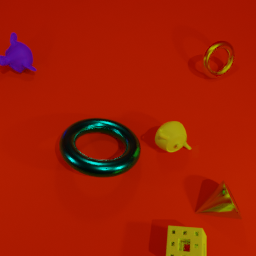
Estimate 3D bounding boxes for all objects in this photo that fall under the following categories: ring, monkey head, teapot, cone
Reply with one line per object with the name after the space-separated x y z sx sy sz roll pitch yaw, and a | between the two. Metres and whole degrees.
2.778 -2.090 8.598 1.163 1.163 0.233 -22 34 -11 | ring
-3.437 -2.196 8.574 0.821 0.980 1.363 -30 90 23 | monkey head
1.196 0.285 7.346 0.851 1.369 0.670 -51 47 17 | teapot
-0.695 0.435 7.170 2.087 0.417 2.087 7 37 -6 | ring
2.071 1.898 6.779 0.978 0.974 0.974 -27 62 16 | cone

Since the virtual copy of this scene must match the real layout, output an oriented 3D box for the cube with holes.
1.280 2.604 6.067 0.728 0.728 0.728 -3 57 21 | cube with holes
